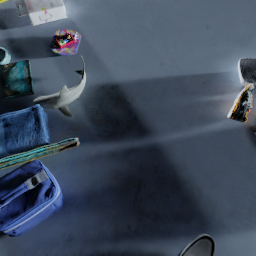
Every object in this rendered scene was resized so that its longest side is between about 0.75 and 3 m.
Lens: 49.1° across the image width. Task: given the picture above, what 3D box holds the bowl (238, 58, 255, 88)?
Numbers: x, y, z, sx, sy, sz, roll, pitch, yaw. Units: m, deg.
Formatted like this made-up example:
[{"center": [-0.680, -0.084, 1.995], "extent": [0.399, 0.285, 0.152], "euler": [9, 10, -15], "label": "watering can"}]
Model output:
[{"center": [4.322, -1.813, 9.529], "extent": [1.169, 0.436, 1.168], "euler": [3, 60, 1], "label": "bowl"}]

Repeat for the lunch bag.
[{"center": [-2.680, 1.755, 6.988], "extent": [1.902, 1.258, 1.292], "euler": [-33, 65, -18], "label": "lunch bag"}]

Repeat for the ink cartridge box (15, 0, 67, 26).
[{"center": [-3.457, -4.708, 11.105], "extent": [1.760, 0.594, 1.025], "euler": [-18, 62, -12], "label": "ink cartridge box"}]

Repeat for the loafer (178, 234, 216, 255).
[{"center": [1.357, 3.358, 6.324], "extent": [0.816, 0.811, 2.242], "euler": [32, 64, 18], "label": "loafer"}]

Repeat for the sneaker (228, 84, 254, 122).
[{"center": [3.697, -0.770, 8.900], "extent": [0.561, 0.568, 1.452], "euler": [30, 72, 10], "label": "sneaker"}]

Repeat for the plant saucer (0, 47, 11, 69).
[{"center": [-4.842, -2.534, 10.108], "extent": [1.160, 0.159, 1.160], "euler": [0, 60, 1], "label": "plant saucer"}]

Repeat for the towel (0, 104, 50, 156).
[{"center": [-3.594, 0.174, 8.292], "extent": [2.423, 0.588, 1.353], "euler": [-13, 62, -8], "label": "towel"}]

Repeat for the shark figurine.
[{"center": [-1.871, -1.280, 8.960], "extent": [1.282, 0.895, 2.146], "euler": [39, 70, 17], "label": "shark figurine"}]

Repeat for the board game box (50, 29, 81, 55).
[{"center": [-2.327, -3.293, 10.406], "extent": [1.011, 0.249, 1.280], "euler": [10, 62, -3], "label": "board game box"}]

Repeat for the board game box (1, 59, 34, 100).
[{"center": [-3.800, -1.661, 9.572], "extent": [0.997, 0.208, 1.474], "euler": [-13, 61, -8], "label": "board game box"}]

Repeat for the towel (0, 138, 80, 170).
[{"center": [-2.696, 0.725, 7.212], "extent": [2.917, 2.139, 0.317], "euler": [-16, 92, -9], "label": "towel"}]

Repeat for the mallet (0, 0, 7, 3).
[{"center": [-5.127, -5.440, 11.733], "extent": [0.554, 0.346, 1.683], "euler": [35, 61, 22], "label": "mallet"}]
